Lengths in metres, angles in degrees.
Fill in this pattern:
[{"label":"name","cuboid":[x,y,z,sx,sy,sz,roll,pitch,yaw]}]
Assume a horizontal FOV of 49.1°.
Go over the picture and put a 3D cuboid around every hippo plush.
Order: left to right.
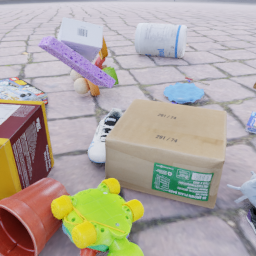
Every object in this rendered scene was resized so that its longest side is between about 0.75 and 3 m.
[{"label":"hippo plush","cuboid":[3.273,1.524,6.873,1.149,0.915,0.923,-31,-11,36]}]

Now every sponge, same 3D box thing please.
[{"label":"sponge","cuboid":[-1.423,-1.814,7.875,2.119,0.316,1.182,32,-4,-33]}]

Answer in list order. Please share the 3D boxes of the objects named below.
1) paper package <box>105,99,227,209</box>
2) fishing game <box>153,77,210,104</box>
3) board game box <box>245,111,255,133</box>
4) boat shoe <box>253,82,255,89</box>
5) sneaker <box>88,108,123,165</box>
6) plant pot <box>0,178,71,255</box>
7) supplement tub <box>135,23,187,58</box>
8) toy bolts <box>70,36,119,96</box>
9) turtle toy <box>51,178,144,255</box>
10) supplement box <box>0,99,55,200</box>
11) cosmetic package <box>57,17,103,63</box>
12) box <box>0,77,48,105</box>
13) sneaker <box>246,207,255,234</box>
[{"label":"paper package","cuboid":[1.098,0.506,7.705,2.898,1.499,2.762,10,32,15]},{"label":"fishing game","cuboid":[2.464,-1.504,12.308,1.795,0.390,2.507,23,45,34]},{"label":"board game box","cuboid":[4.962,-0.111,9.988,1.255,0.259,1.258,16,34,25]},{"label":"boat shoe","cuboid":[3.545,-1.300,6.991,0.341,0.947,0.342,35,2,2]},{"label":"sneaker","cuboid":[-0.665,0.209,8.811,0.918,0.926,2.554,6,32,7]},{"label":"plant pot","cuboid":[-1.954,1.801,5.781,1.402,1.402,1.364,14,25,22]},{"label":"supplement tub","cuboid":[2.089,-5.487,17.525,2.983,1.968,1.968,9,31,15]},{"label":"toy bolts","cuboid":[-1.826,-2.835,12.885,1.897,2.612,2.735,-20,15,-7]},{"label":"turtle toy","cuboid":[-0.479,1.994,5.501,1.556,1.079,2.135,-14,35,-37]},{"label":"supplement box","cuboid":[-2.944,0.648,6.880,1.389,2.064,2.093,4,30,6]},{"label":"cosmetic package","cuboid":[-1.478,-2.585,8.417,1.170,0.721,1.174,6,-10,-20]},{"label":"box","cuboid":[-4.944,-1.395,11.890,1.898,0.553,2.772,-25,39,-36]},{"label":"sneaker","cuboid":[2.893,2.093,6.099,0.318,0.368,0.840,-8,31,-14]}]
